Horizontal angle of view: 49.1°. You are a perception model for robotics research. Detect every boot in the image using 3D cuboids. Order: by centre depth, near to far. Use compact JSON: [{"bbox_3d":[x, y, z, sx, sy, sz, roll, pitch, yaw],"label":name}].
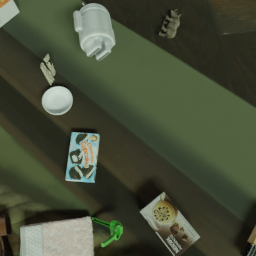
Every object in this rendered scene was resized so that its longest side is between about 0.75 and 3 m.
[{"bbox_3d":[-5.440,4.476,9.408,2.890,0.928,2.694,-11,60,-7],"label":"boot"}]

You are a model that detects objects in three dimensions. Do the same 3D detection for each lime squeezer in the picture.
[{"bbox_3d":[-0.573,3.275,9.109,0.888,2.513,0.474,20,85,-12],"label":"lime squeezer"}]

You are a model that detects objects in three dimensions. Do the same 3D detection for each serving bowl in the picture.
[{"bbox_3d":[-2.852,-1.068,11.460,1.234,0.406,1.234,0,72,-1],"label":"serving bowl"}]

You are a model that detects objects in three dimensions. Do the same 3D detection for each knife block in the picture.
[{"bbox_3d":[4.559,3.877,9.801,1.494,0.545,1.702,-10,73,-4],"label":"knife block"}]

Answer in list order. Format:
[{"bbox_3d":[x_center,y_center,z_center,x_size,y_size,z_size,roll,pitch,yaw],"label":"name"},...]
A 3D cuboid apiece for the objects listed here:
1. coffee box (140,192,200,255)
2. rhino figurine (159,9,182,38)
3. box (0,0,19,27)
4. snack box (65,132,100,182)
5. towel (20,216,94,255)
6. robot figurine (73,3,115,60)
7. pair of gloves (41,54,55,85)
[{"bbox_3d":[1.433,3.375,9.847,1.088,0.769,1.925,-36,76,-11],"label":"coffee box"},{"bbox_3d":[1.970,-4.713,12.592,0.702,0.480,1.605,24,72,-5],"label":"rhino figurine"},{"bbox_3d":[-6.027,-5.252,12.560,1.103,0.864,1.773,41,77,12],"label":"box"},{"bbox_3d":[-1.729,1.119,10.797,1.081,0.345,1.860,4,72,1],"label":"snack box"},{"bbox_3d":[-2.390,4.501,9.538,2.502,0.422,2.619,-4,73,-9],"label":"towel"},{"bbox_3d":[-1.371,-4.137,11.788,1.417,2.129,2.510,-25,66,35],"label":"robot figurine"},{"bbox_3d":[-3.184,-2.369,11.336,0.195,0.948,1.114,-11,42,8],"label":"pair of gloves"}]
